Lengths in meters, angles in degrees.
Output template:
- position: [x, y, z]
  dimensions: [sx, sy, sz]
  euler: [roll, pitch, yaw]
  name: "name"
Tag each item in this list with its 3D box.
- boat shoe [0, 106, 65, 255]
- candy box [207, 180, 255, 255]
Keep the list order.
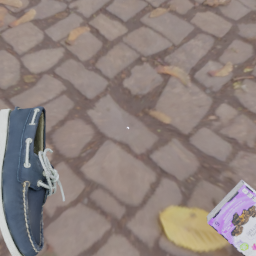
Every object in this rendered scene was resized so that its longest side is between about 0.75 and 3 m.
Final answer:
- position: [-1.143, 0.512, 3.319]
  dimensions: [0.608, 0.736, 1.967]
  euler: [-13, 49, -10]
  name: "boat shoe"
- position: [2.378, 1.847, 5.431]
  dimensions: [1.266, 0.453, 1.062]
  euler: [41, 99, 11]
  name: "candy box"
